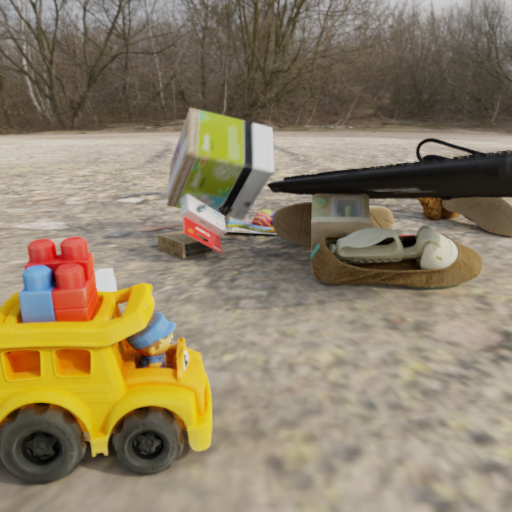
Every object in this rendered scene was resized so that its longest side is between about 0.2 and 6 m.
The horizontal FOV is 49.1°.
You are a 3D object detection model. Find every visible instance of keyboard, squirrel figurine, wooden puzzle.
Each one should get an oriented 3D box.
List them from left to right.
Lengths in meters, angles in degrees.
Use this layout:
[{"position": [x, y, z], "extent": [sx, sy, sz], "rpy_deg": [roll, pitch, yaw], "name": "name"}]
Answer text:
[{"position": [2.853, -0.050, 10.261], "extent": [1.703, 0.202, 2.872], "rpy_deg": [-5, 16, -16], "name": "wooden puzzle"}, {"position": [2.453, -1.428, 8.624], "extent": [2.705, 1.030, 5.198], "rpy_deg": [3, 4, -28], "name": "keyboard"}, {"position": [4.419, -1.473, 13.652], "extent": [0.840, 1.108, 1.187], "rpy_deg": [13, 20, 39], "name": "squirrel figurine"}]

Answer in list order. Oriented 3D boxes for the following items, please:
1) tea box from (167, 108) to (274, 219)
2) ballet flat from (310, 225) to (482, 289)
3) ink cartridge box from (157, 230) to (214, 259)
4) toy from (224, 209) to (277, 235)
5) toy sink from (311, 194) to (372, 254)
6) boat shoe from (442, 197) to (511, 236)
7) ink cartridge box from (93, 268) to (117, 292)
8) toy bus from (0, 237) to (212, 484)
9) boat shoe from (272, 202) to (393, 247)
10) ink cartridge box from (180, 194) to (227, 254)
[{"position": [-0.751, -1.774, 11.193], "extent": [1.731, 1.176, 1.759], "rpy_deg": [10, -32, -16], "name": "tea box"}, {"position": [2.186, -0.051, 8.603], "extent": [2.704, 0.978, 0.917], "rpy_deg": [1, 52, 5], "name": "ballet flat"}, {"position": [-1.344, -0.232, 10.671], "extent": [0.729, 0.332, 0.885], "rpy_deg": [-12, 20, -40], "name": "ink cartridge box"}, {"position": [0.090, -0.776, 12.382], "extent": [1.973, 0.466, 1.136], "rpy_deg": [0, 16, 0], "name": "toy"}, {"position": [1.401, -0.518, 9.375], "extent": [0.961, 0.826, 1.474], "rpy_deg": [0, -29, 7], "name": "toy sink"}, {"position": [5.179, -1.005, 12.569], "extent": [0.713, 0.791, 2.200], "rpy_deg": [9, 15, -31], "name": "boat shoe"}, {"position": [-2.354, 0.572, 7.727], "extent": [0.854, 0.395, 1.568], "rpy_deg": [-4, 15, -15], "name": "ink cartridge box"}, {"position": [-1.289, 0.738, 4.621], "extent": [1.848, 1.774, 1.254], "rpy_deg": [0, 14, -7], "name": "toy bus"}, {"position": [1.499, -0.696, 11.352], "extent": [2.467, 0.887, 0.799], "rpy_deg": [-4, 12, -9], "name": "boat shoe"}, {"position": [-0.910, -0.567, 9.926], "extent": [0.935, 0.209, 0.823], "rpy_deg": [30, 35, -39], "name": "ink cartridge box"}]
